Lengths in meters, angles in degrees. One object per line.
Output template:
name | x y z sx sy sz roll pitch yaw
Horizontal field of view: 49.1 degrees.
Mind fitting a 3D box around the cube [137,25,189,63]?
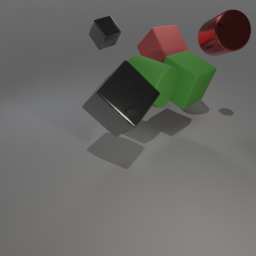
cube | 1.505 -3.426 12.183 1.400 1.400 1.400 -19 -9 -32

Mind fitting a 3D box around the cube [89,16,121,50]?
cube | -0.769 -3.144 9.260 0.700 0.700 0.700 -28 80 -29

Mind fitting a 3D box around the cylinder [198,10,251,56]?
cylinder | 3.506 -3.449 10.315 1.400 1.400 1.400 -6 8 -10

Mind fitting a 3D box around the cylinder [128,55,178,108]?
cylinder | 0.698 -1.558 9.320 1.400 1.400 1.400 27 40 28

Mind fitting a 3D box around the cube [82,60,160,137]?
cube | -0.219 -0.799 8.129 1.400 1.400 1.400 -53 13 -25

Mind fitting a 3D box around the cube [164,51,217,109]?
cube | 2.053 -1.766 10.143 1.400 1.400 1.400 39 42 24
